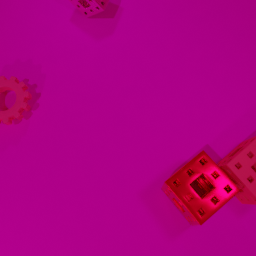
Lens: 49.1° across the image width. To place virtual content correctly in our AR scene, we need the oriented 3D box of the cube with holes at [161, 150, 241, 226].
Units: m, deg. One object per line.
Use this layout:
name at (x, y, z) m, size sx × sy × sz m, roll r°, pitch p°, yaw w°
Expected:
cube with holes at (1.510, 1.342, 6.110) m, size 1.073 × 1.073 × 1.073 m, roll -37°, pitch 73°, yaw -10°

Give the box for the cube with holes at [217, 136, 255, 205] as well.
cube with holes at (2.757, 0.944, 6.241) m, size 1.056 × 1.056 × 1.056 m, roll -38°, pitch 80°, yaw -9°

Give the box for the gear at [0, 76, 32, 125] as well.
gear at (-3.047, -0.690, 6.966) m, size 1.226 × 0.227 × 1.226 m, roll -1°, pitch 75°, yaw 2°

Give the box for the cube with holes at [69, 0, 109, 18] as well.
cube with holes at (-1.013, -3.648, 7.525) m, size 0.810 × 0.810 × 0.810 m, roll 3°, pitch 65°, yaw 46°
